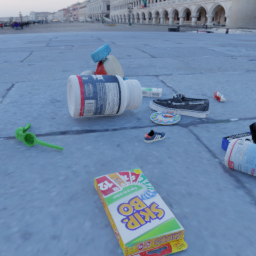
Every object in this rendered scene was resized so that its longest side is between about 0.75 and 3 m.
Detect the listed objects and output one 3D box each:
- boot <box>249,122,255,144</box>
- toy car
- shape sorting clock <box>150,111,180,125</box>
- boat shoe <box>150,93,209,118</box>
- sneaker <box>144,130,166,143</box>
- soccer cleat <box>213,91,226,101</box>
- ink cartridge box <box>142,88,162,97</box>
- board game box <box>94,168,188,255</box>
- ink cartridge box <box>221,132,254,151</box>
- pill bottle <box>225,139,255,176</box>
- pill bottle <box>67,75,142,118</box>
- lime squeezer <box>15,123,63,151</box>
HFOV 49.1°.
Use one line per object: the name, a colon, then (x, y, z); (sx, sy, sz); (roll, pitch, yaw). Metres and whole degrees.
boot: (4.885, 0.415, 8.948); (1.714, 0.563, 1.413); (0, 53, -17)
toy car: (-1.717, -2.660, 15.081); (2.762, 2.546, 2.443); (-25, 20, 15)
shape sorting clock: (1.585, -0.459, 11.917); (1.271, 0.249, 1.271); (0, 24, 0)
boat shoe: (2.291, -1.142, 12.611); (2.699, 0.915, 0.968); (12, 27, 25)
sneaker: (1.002, 0.236, 10.194); (0.944, 0.399, 0.354); (-17, 29, -34)
soccer cleat: (4.700, -1.611, 14.415); (0.437, 0.352, 1.025); (9, 26, -5)
ink cartridge box: (1.258, -2.114, 15.465); (1.261, 0.392, 1.567); (4, 26, 8)
board game box: (0.171, 1.890, 6.609); (1.322, 0.415, 2.767); (-9, 29, -18)
ink cartridge box: (4.295, 0.511, 9.526); (1.993, 0.441, 0.937); (-10, 27, -21)
pill bottle: (3.719, 0.939, 8.045); (1.622, 0.882, 0.882); (18, 30, 35)
pill bottle: (-0.994, -1.385, 11.971); (2.935, 1.755, 1.755); (-4, 24, -22)
lime squeezer: (-3.434, 0.353, 10.048); (0.985, 0.526, 2.789); (20, 3, -46)
